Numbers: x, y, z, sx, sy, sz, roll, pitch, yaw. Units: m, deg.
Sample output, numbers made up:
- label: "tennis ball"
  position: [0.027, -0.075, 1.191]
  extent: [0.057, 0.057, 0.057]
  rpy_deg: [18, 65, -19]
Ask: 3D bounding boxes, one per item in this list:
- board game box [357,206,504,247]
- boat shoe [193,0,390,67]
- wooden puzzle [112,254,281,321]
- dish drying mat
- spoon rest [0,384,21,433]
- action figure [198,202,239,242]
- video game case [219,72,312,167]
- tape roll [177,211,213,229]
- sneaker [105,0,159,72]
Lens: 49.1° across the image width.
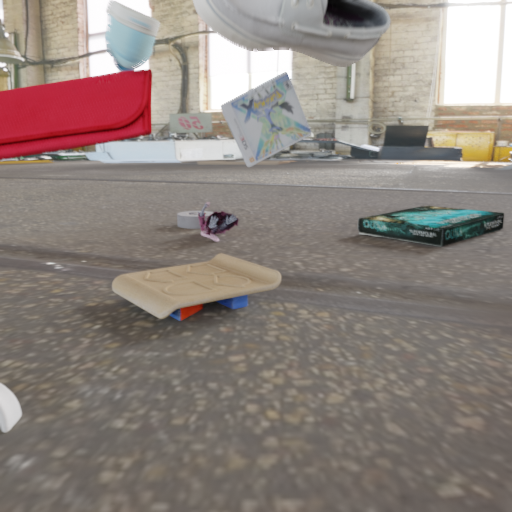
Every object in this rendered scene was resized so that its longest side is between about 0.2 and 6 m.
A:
- label: "board game box"
  position: [4.252, -0.784, 13.508]
  extent: [2.160, 0.450, 3.194]
  rpy_deg: [12, 17, 43]
- label: "boat shoe"
  position: [0.563, -3.076, 7.070]
  extent: [2.727, 0.982, 0.934]
  rpy_deg: [7, -20, -32]
- label: "wooden puzzle"
  position: [-0.864, 0.476, 8.025]
  extent: [1.895, 0.439, 1.755]
  rpy_deg: [-14, 18, -34]
- label: "dish drying mat"
  position: [-3.288, -2.114, 8.486]
  extent: [3.451, 1.325, 0.314]
  rpy_deg: [-8, -30, 4]
- label: "spoon rest"
  position: [-2.720, 1.205, 4.647]
  extent: [1.430, 0.433, 0.710]
  rpy_deg: [1, 13, -1]
- label: "action figure"
  position: [-0.958, -0.653, 12.966]
  extent: [0.894, 0.993, 1.334]
  rpy_deg: [29, -18, -22]
- label: "video game case"
  position: [0.144, -1.829, 7.548]
  extent: [1.014, 0.925, 0.112]
  rpy_deg: [-29, 25, -6]
- label: "tape roll"
  position: [-1.546, -0.942, 14.503]
  extent: [0.987, 0.326, 0.987]
  rpy_deg: [0, 13, 0]
- label: "sneaker"
  position: [-2.098, -3.474, 8.970]
  extent: [0.859, 0.952, 2.324]
  rpy_deg: [20, 18, -18]
